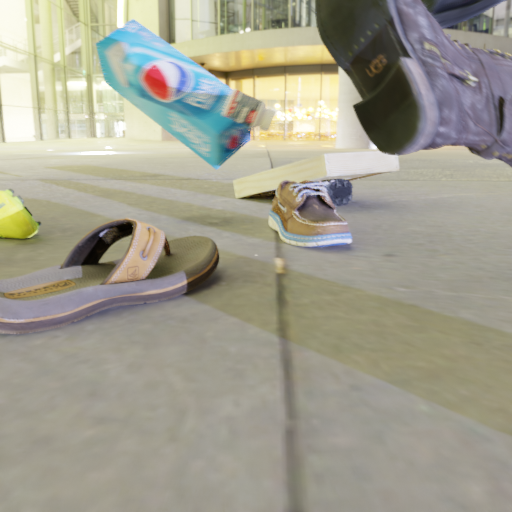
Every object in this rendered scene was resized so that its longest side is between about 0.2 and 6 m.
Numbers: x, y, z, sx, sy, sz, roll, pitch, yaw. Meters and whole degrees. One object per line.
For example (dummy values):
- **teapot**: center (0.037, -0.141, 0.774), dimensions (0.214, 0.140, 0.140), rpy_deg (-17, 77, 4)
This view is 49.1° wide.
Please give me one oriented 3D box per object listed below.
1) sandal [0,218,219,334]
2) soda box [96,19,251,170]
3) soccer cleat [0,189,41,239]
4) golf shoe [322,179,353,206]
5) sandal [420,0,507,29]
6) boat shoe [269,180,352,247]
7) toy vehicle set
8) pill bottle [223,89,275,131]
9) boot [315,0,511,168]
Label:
- **sandal**: center (-1.729, 0.039, 6.595), dimensions (1.361, 0.909, 3.331), rpy_deg (13, 18, 43)
- **soda box**: center (-1.614, -3.202, 11.013), dimensions (3.244, 1.100, 1.041), rpy_deg (38, 67, 15)
- **soccer cleat**: center (-5.063, -0.664, 10.240), dimensions (2.953, 0.955, 1.235), rpy_deg (15, 50, 36)
- **golf shoe**: center (1.649, -1.583, 13.967), dimensions (1.831, 0.712, 0.865), rpy_deg (-10, 16, -39)
- **sandal**: center (2.738, -3.721, 7.817), dimensions (2.851, 0.682, 1.072), rpy_deg (-24, 35, 3)
- **boat shoe**: center (0.834, -0.833, 10.041), dimensions (1.022, 1.024, 2.830), rpy_deg (-4, 14, -18)
- **toy vehicle set**: center (1.433, -2.073, 14.529), dimensions (2.382, 0.508, 3.834), rpy_deg (-9, 3, -35)
- **pill bottle**: center (-0.095, -2.077, 8.061), dimensions (0.681, 0.407, 0.407), rpy_deg (23, 12, -6)
- **boot**: center (2.105, -2.277, 6.452), dimensions (2.579, 2.963, 1.026), rpy_deg (-7, -11, -35)
